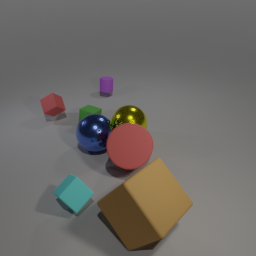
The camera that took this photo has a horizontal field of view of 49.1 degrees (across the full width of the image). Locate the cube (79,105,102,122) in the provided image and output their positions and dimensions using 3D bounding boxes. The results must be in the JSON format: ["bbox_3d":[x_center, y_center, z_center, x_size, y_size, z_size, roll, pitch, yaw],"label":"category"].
[{"bbox_3d":[-1.603,-0.500,11.898,0.700,0.700,0.700,18,26,19],"label":"cube"}]

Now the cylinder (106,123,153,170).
[{"bbox_3d":[0.107,0.567,9.014,1.400,1.400,1.400,4,-2,6],"label":"cylinder"}]

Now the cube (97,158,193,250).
[{"bbox_3d":[0.395,1.825,6.788,1.400,1.400,1.400,-28,79,-44],"label":"cube"}]

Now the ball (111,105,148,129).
[{"bbox_3d":[0.055,-0.188,10.827,1.400,1.400,1.400,0,30,0],"label":"ball"}]

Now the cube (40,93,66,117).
[{"bbox_3d":[-3.262,-1.004,12.186,0.700,0.700,0.700,-26,-18,17],"label":"cube"}]

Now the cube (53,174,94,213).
[{"bbox_3d":[-1.509,1.786,7.714,0.700,0.700,0.700,-49,19,-20],"label":"cube"}]

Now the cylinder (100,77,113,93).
[{"bbox_3d":[-1.119,-2.257,14.555,0.700,0.700,0.700,2,23,-1],"label":"cylinder"}]

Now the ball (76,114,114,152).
[{"bbox_3d":[-1.193,0.179,10.238,1.400,1.400,1.400,0,30,0],"label":"ball"}]
